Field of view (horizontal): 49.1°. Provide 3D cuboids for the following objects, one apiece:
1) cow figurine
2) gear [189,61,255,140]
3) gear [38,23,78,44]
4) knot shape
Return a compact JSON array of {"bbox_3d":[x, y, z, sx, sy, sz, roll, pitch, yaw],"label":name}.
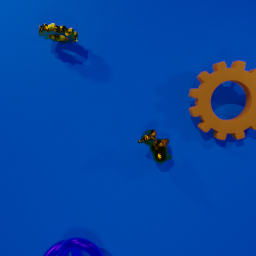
[{"bbox_3d":[0.715,0.510,7.316,0.536,0.961,0.977,-15,87,40],"label":"cow figurine"},{"bbox_3d":[2.735,-0.734,7.600,2.091,0.387,2.091,0,98,1],"label":"gear"},{"bbox_3d":[-1.965,-2.655,7.935,1.085,1.085,0.201,6,90,1],"label":"gear"},{"bbox_3d":[-1.277,3.231,6.614,1.550,0.765,1.657,-50,54,15],"label":"knot shape"}]
